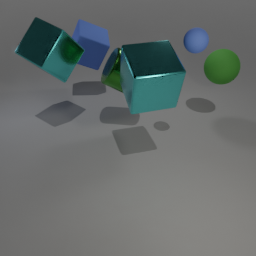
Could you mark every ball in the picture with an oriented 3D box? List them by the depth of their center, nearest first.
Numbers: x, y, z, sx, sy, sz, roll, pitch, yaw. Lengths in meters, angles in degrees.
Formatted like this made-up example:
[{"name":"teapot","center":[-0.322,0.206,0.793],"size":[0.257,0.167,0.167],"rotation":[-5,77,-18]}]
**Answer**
[{"name":"ball","center":[1.925,-2.473,7.926],"size":[0.700,0.700,0.700],"rotation":[0,32,0]},{"name":"ball","center":[3.772,-2.456,11.264],"size":[1.400,1.400,1.400],"rotation":[0,32,0]}]

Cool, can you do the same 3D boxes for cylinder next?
[{"name":"cylinder","center":[-0.070,-1.999,10.252],"size":[1.400,1.400,1.400],"rotation":[23,26,-21]}]

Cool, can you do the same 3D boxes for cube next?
[{"name":"cube","center":[0.617,-1.431,7.909],"size":[1.400,1.400,1.400],"rotation":[-10,54,-11]},{"name":"cube","center":[-2.653,-2.649,9.639],"size":[1.400,1.400,1.400],"rotation":[31,1,24]},{"name":"cube","center":[-1.764,-3.717,12.581],"size":[1.400,1.400,1.400],"rotation":[13,44,-25]}]
